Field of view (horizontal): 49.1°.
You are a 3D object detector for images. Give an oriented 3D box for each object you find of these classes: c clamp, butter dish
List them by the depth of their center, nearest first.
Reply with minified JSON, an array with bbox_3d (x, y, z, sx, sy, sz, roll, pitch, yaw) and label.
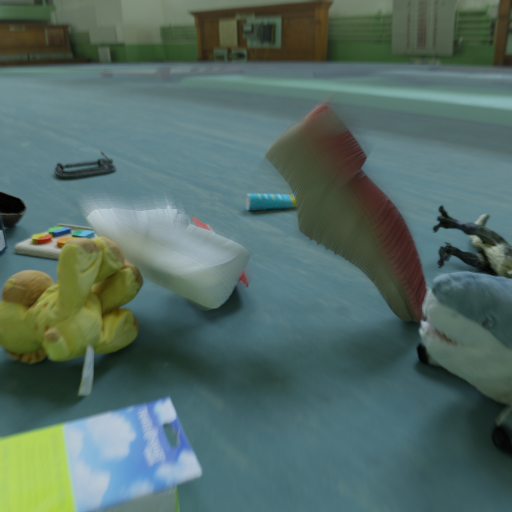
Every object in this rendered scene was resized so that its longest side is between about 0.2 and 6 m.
[{"bbox_3d":[-0.788,0.124,8.406,0.849,1.146,1.149,-40,22,-3],"label":"butter dish"},{"bbox_3d":[-4.564,-2.359,14.939,1.808,0.245,1.544,-17,34,-37],"label":"c clamp"}]

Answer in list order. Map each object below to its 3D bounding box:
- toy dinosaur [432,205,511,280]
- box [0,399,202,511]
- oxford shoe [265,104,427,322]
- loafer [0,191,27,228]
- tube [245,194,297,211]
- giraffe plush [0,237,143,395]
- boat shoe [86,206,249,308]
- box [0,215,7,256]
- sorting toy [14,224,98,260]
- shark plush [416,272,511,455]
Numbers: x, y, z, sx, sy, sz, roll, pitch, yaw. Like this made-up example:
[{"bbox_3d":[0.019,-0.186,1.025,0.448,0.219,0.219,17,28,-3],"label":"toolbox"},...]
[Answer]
[{"bbox_3d":[3.700,-0.182,9.305,1.427,0.769,3.239,14,23,-3],"label":"toy dinosaur"},{"bbox_3d":[-1.526,1.927,4.794,1.904,0.454,1.161,-10,25,-21],"label":"box"},{"bbox_3d":[1.286,-0.408,7.665,1.188,3.176,1.119,-28,2,28],"label":"oxford shoe"},{"bbox_3d":[-5.167,-1.083,10.231,0.751,0.773,2.116,-17,-16,34],"label":"loafer"},{"bbox_3d":[0.475,-1.163,12.088,1.386,0.349,0.537,-3,36,-17],"label":"tube"},{"bbox_3d":[-2.467,0.702,6.796,1.522,1.619,1.877,-2,57,22],"label":"giraffe plush"},{"bbox_3d":[-1.245,-0.217,7.631,2.691,0.969,0.922,20,60,39],"label":"boat shoe"},{"bbox_3d":[-5.756,0.408,7.823,2.923,0.807,4.280,-1,24,-3],"label":"box"},{"bbox_3d":[-3.540,-0.308,10.187,1.159,0.228,1.252,8,25,17],"label":"sorting toy"},{"bbox_3d":[3.611,0.810,5.853,3.951,1.646,1.795,-1,24,-1],"label":"shark plush"}]
